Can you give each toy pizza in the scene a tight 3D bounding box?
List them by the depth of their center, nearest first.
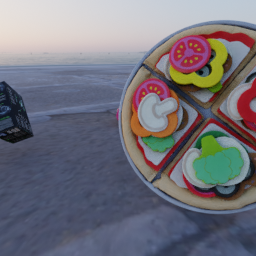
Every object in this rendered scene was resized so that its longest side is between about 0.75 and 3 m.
[{"bbox_3d":[1.176,-0.250,4.102,2.945,2.945,0.467,6,-6,22],"label":"toy pizza"}]

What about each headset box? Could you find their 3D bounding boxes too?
[{"bbox_3d":[-2.689,-0.355,6.292,0.547,1.179,1.027,-20,-12,-4],"label":"headset box"}]

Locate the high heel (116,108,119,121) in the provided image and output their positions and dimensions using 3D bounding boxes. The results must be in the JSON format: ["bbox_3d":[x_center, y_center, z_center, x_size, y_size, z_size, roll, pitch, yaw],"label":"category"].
[{"bbox_3d":[0.687,-0.634,9.003,2.189,0.737,1.050,-9,19,-3],"label":"high heel"}]
